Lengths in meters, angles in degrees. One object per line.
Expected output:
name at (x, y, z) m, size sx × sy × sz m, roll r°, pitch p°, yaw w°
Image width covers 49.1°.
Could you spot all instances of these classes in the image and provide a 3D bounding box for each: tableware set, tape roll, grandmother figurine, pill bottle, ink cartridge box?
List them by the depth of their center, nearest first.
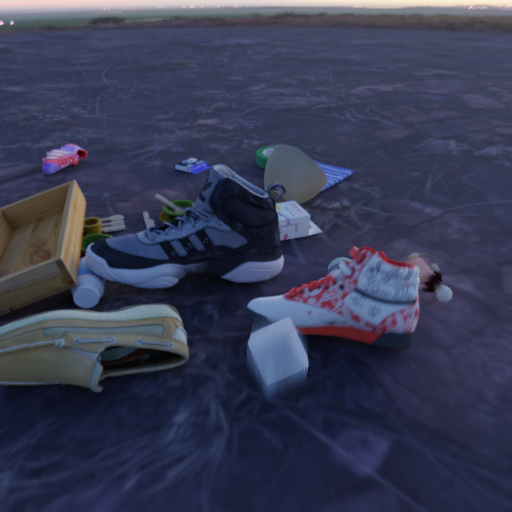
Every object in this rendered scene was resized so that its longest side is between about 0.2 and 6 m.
grandmother figurine at (2.929, 0.374, 9.453) m, size 0.296 × 0.592 × 0.976 m, roll -18°, pitch 53°, yaw -24°
pill bottle at (-2.932, 0.467, 9.781) m, size 0.552 × 0.552 × 1.015 m, roll -5°, pitch 29°, yaw -9°
pill bottle at (1.490, 0.475, 9.781) m, size 0.538 × 0.538 × 0.952 m, roll 5°, pitch 29°, yaw 9°
tableware set at (-2.243, -0.681, 11.954) m, size 3.104 × 0.476 × 2.091 m, roll -8°, pitch 31°, yaw -14°
ink cartridge box at (0.571, -0.758, 12.086) m, size 1.530 × 0.516 × 0.891 m, roll -10°, pitch 30°, yaw -17°
ink cartridge box at (-1.770, -2.532, 15.754) m, size 0.725 × 0.157 × 0.718 m, roll 19°, pitch 33°, yaw 29°
tape roll at (0.664, -2.825, 16.121) m, size 1.324 × 0.318 × 1.324 m, roll 0°, pitch 28°, yaw 0°

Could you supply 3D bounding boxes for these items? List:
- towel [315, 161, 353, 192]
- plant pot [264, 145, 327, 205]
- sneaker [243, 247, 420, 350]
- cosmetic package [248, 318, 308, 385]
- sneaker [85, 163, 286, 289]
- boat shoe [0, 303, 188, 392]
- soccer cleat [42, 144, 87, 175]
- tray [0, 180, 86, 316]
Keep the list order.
towel at (1.430, -2.146, 14.941) m, size 1.529 × 0.252 × 2.112 m, roll 21°, pitch 35°, yaw 32°
plant pot at (0.774, -1.736, 13.205) m, size 1.510 × 1.510 × 1.014 m, roll 25°, pitch 75°, yaw 38°
sneaker at (1.170, 0.511, 8.603) m, size 2.632 × 1.410 × 0.879 m, roll 8°, pitch 8°, yaw 10°
cosmetic package at (0.297, 1.266, 7.551) m, size 0.615 × 0.612 × 0.735 m, roll -25°, pitch 0°, yaw 2°
sneaker at (-1.168, -0.603, 9.899) m, size 3.563 × 2.027 × 1.344 m, roll -1°, pitch 24°, yaw -16°
boat shoe at (-2.353, 1.375, 7.741) m, size 2.894 × 1.037 × 1.102 m, roll -10°, pitch 42°, yaw -18°
soccer cleat at (-5.375, -2.704, 15.697) m, size 0.659 × 0.575 × 1.723 m, roll 13°, pitch 29°, yaw 4°
tray at (-4.210, -0.226, 10.518) m, size 1.774 × 0.666 × 3.596 m, roll -21°, pitch 31°, yaw -2°
